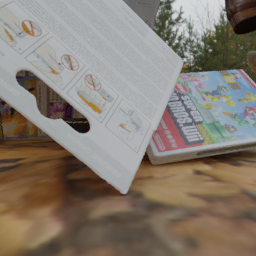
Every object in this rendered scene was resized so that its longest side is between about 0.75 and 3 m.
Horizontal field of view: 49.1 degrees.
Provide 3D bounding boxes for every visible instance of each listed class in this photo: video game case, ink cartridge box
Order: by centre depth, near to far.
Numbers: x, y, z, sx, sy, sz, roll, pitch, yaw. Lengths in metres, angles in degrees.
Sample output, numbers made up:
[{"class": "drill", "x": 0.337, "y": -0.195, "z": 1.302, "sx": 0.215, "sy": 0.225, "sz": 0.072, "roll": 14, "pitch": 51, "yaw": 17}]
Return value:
[{"class": "ink cartridge box", "x": -0.397, "y": -0.636, "z": 2.934, "sx": 0.565, "sy": 1.827, "sz": 2.253, "roll": -36, "pitch": 18, "yaw": 46}, {"class": "video game case", "x": 1.069, "y": -0.270, "z": 3.881, "sx": 2.082, "sy": 0.182, "sz": 1.488, "roll": -7, "pitch": 48, "yaw": -16}, {"class": "video game case", "x": -1.048, "y": -1.060, "z": 4.696, "sx": 2.581, "sy": 2.848, "sz": 0.647, "roll": -2, "pitch": 42, "yaw": -19}]

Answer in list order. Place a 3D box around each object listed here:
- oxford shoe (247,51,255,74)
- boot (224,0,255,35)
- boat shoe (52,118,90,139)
[{"class": "oxford shoe", "x": 2.685, "y": -1.316, "z": 5.703, "sx": 0.431, "sy": 0.413, "sz": 1.166, "roll": 44, "pitch": 13, "yaw": 25}, {"class": "boot", "x": 2.519, "y": -2.813, "z": 5.107, "sx": 1.869, "sy": 2.005, "sz": 0.644, "roll": -12, "pitch": -25, "yaw": 7}, {"class": "boat shoe", "x": 0.296, "y": -0.164, "z": 4.476, "sx": 2.965, "sy": 0.895, "sz": 1.095, "roll": 0, "pitch": 6, "yaw": -4}]
